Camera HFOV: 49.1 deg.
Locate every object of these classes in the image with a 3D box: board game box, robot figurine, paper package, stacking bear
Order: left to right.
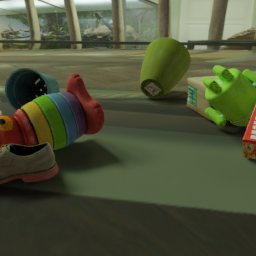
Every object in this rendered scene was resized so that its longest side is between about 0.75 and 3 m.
[{"bbox_3d":[-2.135,-0.067,6.796,2.617,1.488,1.589,-23,65,-29],"label":"stacking bear"},{"bbox_3d":[3.485,-1.145,10.068,2.209,1.199,2.317,-4,19,-8],"label":"paper package"},{"bbox_3d":[3.142,-0.887,8.231,2.086,1.830,1.207,39,11,-17],"label":"robot figurine"},{"bbox_3d":[4.324,-0.043,6.276,2.849,0.660,2.158,8,47,34],"label":"board game box"}]

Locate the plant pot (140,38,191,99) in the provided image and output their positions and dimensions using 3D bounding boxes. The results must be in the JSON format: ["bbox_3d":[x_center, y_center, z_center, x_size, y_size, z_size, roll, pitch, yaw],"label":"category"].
[{"bbox_3d":[1.490,-2.509,12.737,2.217,2.217,2.369,8,49,23],"label":"plant pot"}]

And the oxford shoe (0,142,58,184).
[{"bbox_3d":[-2.501,0.655,5.553,2.103,0.787,0.741,-7,26,-11],"label":"oxford shoe"}]

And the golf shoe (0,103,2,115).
[{"bbox_3d":[-4.350,-0.683,8.633,0.727,0.599,1.589,29,19,-46],"label":"golf shoe"}]

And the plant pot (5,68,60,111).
[{"bbox_3d":[-3.405,-1.383,10.476,1.630,1.630,1.597,3,10,8],"label":"plant pot"}]
